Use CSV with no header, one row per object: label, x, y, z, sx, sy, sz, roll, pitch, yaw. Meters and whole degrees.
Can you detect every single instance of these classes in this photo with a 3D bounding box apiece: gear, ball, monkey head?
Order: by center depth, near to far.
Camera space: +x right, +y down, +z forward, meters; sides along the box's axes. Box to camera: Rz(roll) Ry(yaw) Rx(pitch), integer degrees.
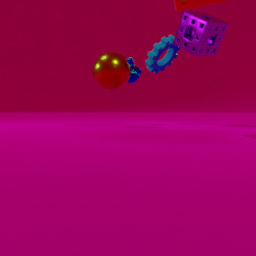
ball,-0.558,-1.882,9.346,1.273,1.273,1.273,0,3,0
monkey head,0.047,-2.218,10.979,1.296,0.932,0.781,4,40,43
gear,1.490,-3.089,11.847,0.315,1.701,1.701,48,27,23

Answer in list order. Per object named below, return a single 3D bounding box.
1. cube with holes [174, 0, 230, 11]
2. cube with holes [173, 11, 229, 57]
cube with holes,1.494,-3.380,5.845,1.126,1.126,1.126,-4,-35,19
cube with holes,2.657,-3.474,10.330,1.214,1.214,1.214,-13,43,-36
